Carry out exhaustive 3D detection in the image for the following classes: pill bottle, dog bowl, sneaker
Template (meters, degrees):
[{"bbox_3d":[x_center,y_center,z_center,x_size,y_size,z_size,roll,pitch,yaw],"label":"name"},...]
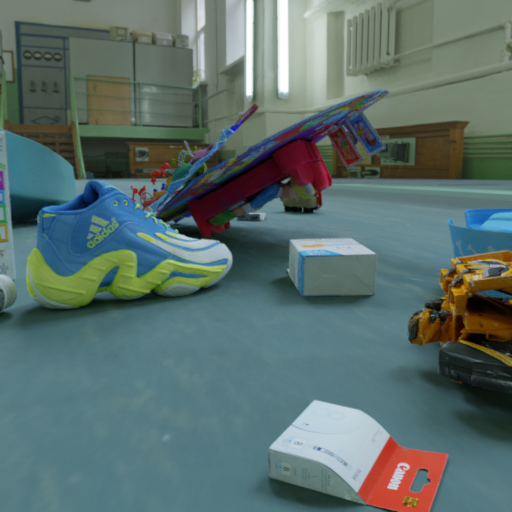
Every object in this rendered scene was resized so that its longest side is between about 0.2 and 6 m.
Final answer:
[{"bbox_3d":[-2.891,0.454,5.785,0.451,0.451,0.792,3,10,16],"label":"pill bottle"},{"bbox_3d":[3.808,-0.102,7.782,1.976,0.879,3.546,5,11,27],"label":"dog bowl"},{"bbox_3d":[-1.391,-0.223,6.761,2.661,1.398,1.008,-11,21,-39],"label":"sneaker"}]

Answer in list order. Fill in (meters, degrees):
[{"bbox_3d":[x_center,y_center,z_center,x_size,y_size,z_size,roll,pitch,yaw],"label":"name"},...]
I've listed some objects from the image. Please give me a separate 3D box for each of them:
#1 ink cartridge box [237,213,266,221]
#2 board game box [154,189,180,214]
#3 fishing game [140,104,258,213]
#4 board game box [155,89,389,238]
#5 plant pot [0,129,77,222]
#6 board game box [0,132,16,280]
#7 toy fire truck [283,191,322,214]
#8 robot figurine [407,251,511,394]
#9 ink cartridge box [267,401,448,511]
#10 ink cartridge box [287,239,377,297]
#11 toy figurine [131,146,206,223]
[{"bbox_3d":[-0.092,-1.090,15.636,0.691,0.214,0.852,2,3,18],"label":"ink cartridge box"},{"bbox_3d":[-1.852,-1.235,13.112,1.661,0.385,1.258,-29,2,-16],"label":"board game box"},{"bbox_3d":[-1.382,-1.280,9.254,2.543,0.552,3.552,-33,16,50],"label":"fishing game"},{"bbox_3d":[0.228,-1.394,11.830,4.742,1.168,6.001,-29,2,-27],"label":"board game box"},{"bbox_3d":[-6.086,-1.894,14.628,1.803,1.804,2.552,-20,-15,30],"label":"plant pot"},{"bbox_3d":[-4.692,-0.781,8.291,3.022,2.032,0.517,8,12,36],"label":"board game box"},{"bbox_3d":[1.695,-1.757,17.979,1.230,0.899,1.397,9,23,44],"label":"toy fire truck"},{"bbox_3d":[2.752,0.493,4.225,3.098,0.902,2.246,2,8,12],"label":"robot figurine"},{"bbox_3d":[0.566,1.061,3.033,0.823,0.194,0.658,3,10,27],"label":"ink cartridge box"},{"bbox_3d":[0.951,0.097,7.571,0.932,0.549,1.618,-1,10,-4],"label":"ink cartridge box"},{"bbox_3d":[-1.957,-1.551,14.383,2.295,1.375,1.211,-30,48,14],"label":"toy figurine"}]
